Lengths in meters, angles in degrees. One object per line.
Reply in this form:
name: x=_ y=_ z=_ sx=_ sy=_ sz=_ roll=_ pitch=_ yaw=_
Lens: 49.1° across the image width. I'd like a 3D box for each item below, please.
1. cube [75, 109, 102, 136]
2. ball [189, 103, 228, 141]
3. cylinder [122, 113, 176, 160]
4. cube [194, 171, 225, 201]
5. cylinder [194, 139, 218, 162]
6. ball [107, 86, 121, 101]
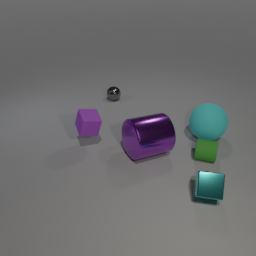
cube: x=-1.410 y=-0.199 z=9.921 sx=0.700 sy=0.700 sz=0.700 roll=-1 pitch=41 yaw=-27
ball: x=3.006 y=-0.224 z=10.469 sx=1.400 sy=1.400 sz=1.400 roll=0 pitch=30 yaw=0
cylinder: x=0.681 y=0.272 z=9.627 sx=1.400 sy=1.400 sz=1.400 roll=-11 pitch=32 yaw=-23
cube: x=2.250 y=1.584 z=7.797 sx=0.700 sy=0.700 sz=0.700 roll=7 pitch=-8 yaw=8
cylinder: x=2.657 y=0.765 z=9.524 sx=0.700 sy=0.700 sz=0.700 roll=9 pitch=32 yaw=16
ball: x=-0.700 y=-1.696 z=13.761 sx=0.700 sy=0.700 sz=0.700 roll=0 pitch=30 yaw=0
